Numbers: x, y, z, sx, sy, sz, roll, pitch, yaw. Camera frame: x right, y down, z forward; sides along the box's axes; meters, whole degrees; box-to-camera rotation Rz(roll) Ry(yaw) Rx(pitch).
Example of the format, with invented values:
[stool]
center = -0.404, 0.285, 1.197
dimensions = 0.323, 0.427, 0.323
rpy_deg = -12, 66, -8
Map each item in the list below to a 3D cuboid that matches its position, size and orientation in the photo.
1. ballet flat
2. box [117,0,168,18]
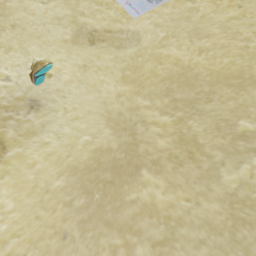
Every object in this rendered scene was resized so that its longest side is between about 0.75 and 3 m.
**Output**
[ballet flat]
center = -2.218, -1.460, 6.902
dimensions = 0.490, 1.390, 0.454
rpy_deg = -30, 94, -32
[box]
center = 0.271, -4.174, 7.484
dimensions = 1.682, 1.906, 0.922
rpy_deg = -15, 63, 33
